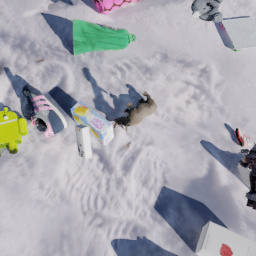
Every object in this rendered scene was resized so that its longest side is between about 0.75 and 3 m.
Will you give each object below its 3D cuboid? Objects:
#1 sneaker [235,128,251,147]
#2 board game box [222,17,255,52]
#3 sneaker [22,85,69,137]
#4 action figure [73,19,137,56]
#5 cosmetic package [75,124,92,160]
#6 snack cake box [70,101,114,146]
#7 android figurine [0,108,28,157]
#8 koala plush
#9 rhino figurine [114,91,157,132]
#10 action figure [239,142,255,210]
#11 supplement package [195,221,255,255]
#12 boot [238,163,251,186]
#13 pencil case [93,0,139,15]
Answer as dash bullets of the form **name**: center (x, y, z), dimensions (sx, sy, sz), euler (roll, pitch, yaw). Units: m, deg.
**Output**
- **sneaker**: center (4.275, 0.329, 10.361), dimensions (0.407, 0.254, 0.759), euler (-7, 62, -5)
- **board game box**: center (5.676, -4.458, 13.280), dimensions (1.991, 0.257, 1.990), euler (-8, 59, -4)
- **sneaker**: center (-3.422, -0.677, 10.595), dimensions (2.545, 0.893, 1.044), euler (39, 63, 22)
- **action figure**: center (-1.005, -4.017, 12.491), dimensions (2.838, 1.677, 0.776), euler (-1, 45, -11)
- **cosmetic package**: center (-1.171, 0.363, 7.348), dimensions (0.220, 0.870, 0.359), euler (-21, 25, -40)
- **snack cake box**: center (-1.299, -0.166, 10.263), dimensions (1.618, 0.930, 0.544), euler (36, 65, 20)
- **android figurine**: center (-4.667, 0.116, 10.408), dimensions (1.829, 0.412, 2.009), euler (-14, 61, -8)
- **koala plush**: center (2.102, -3.370, 7.848), dimensions (0.893, 0.792, 0.821), euler (-9, 15, -36)
- **rhino figurine**: center (0.254, -0.544, 10.697), dimensions (2.003, 0.599, 0.876), euler (-36, 65, -18)
- **action figure**: center (2.972, 1.064, 6.443), dimensions (0.538, 1.008, 1.550), euler (1, 92, -17)
- **supplement package**: center (2.821, 3.481, 8.065), dimensions (1.459, 0.874, 0.885), euler (21, 61, 13)
- **boot**: center (4.794, 1.802, 9.102), dimensions (1.085, 0.874, 2.403), euler (-37, 74, -13)
- **pencil case**: center (-0.560, -6.535, 14.172), dimensions (2.318, 1.086, 1.052), euler (-29, 24, -15)
